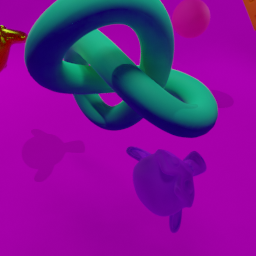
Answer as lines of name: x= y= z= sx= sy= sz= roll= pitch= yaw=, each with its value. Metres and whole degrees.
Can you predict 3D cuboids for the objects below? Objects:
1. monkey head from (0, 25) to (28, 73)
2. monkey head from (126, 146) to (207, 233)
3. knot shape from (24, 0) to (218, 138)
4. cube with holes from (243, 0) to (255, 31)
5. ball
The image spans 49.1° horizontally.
monkey head: x=-2.855 y=-1.649 z=6.037 sx=1.335 sy=1.118 sz=1.856 roll=5 pitch=10 yaw=-8
monkey head: x=0.521 y=0.640 z=3.531 sx=0.887 sy=0.743 sz=1.233 roll=-21 pitch=77 yaw=-42
knot shape: x=0.057 y=-0.454 z=2.748 sx=1.765 sy=1.886 sz=0.871 roll=21 pitch=79 yaw=-3
cube with holes: x=3.446 y=-3.176 z=6.000 sx=1.365 sy=1.365 sz=1.365 roll=-29 pitch=9 yaw=-23
ball: x=1.777 y=-3.090 z=7.917 sx=1.053 sy=1.053 sz=1.053 roll=0 pitch=38 yaw=0
